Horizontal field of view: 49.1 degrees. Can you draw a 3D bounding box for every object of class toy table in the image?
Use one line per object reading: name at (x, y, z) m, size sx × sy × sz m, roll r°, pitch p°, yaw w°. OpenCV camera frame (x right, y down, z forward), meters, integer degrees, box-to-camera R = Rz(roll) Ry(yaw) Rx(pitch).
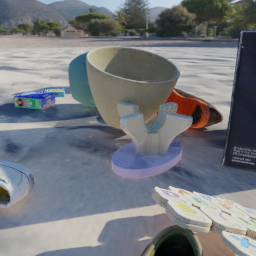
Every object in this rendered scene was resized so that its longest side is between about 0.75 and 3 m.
toy table at (0.482, 0.154, 6.060) m, size 1.819 × 1.159 × 1.979 m, roll 10°, pitch 21°, yaw 26°

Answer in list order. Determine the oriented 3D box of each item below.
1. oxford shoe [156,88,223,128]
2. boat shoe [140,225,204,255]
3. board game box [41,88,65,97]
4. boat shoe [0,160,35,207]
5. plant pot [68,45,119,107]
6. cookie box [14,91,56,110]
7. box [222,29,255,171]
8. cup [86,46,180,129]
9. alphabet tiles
oxford shoe at (1.712, -0.685, 8.965) m, size 1.067 × 1.047 × 2.943 m, roll 5°, pitch 21°, yaw -32°
boat shoe at (0.094, 1.715, 2.048) m, size 0.959 × 0.860 × 2.591 m, roll 6°, pitch 20°, yaw 16°
board game box at (-3.271, -1.538, 12.227) m, size 0.986 × 0.231 × 0.744 m, roll -3°, pitch 20°, yaw -9°
boat shoe at (-2.744, 0.893, 4.622) m, size 2.230 × 0.791 × 0.779 m, roll 9°, pitch 18°, yaw 7°
plant pot at (-1.113, -1.736, 10.015) m, size 1.773 × 2.209 × 2.209 m, roll -5°, pitch 19°, yaw 2°
cookie box at (-3.480, -1.051, 10.525) m, size 1.164 × 0.437 × 0.996 m, roll 5°, pitch 20°, yaw 15°
box at (3.232, -0.773, 6.283) m, size 1.697 × 2.731 × 2.753 m, roll 8°, pitch 21°, yaw 22°
cup at (0.018, -0.980, 7.568) m, size 2.402 × 1.718 × 2.402 m, roll 8°, pitch 33°, yaw -5°
alphabet tiles at (1.384, 1.144, 3.486) m, size 2.074 × 0.151 × 2.029 m, roll 15°, pitch 2°, yaw -12°
